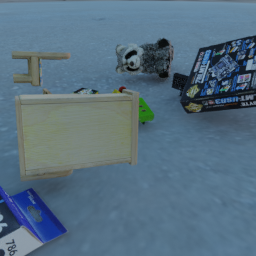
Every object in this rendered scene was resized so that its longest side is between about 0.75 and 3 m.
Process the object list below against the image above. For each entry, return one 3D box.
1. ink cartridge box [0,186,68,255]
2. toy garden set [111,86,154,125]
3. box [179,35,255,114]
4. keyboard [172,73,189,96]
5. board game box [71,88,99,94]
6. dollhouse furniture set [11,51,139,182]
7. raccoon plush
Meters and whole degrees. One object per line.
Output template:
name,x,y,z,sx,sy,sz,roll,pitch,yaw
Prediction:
ink cartridge box,-2.378,1.498,3.641,2.855,0.560,1.420,-22,31,-35
toy garden set,-0.676,-0.435,7.326,2.230,0.445,1.859,-9,33,-13
box,2.650,-1.409,7.046,2.227,0.557,2.244,-6,46,39
keyboard,1.902,-1.117,8.318,1.415,0.737,0.280,25,42,32
board game box,-1.519,-0.945,8.598,0.659,0.148,1.258,17,33,24
dollhouse furniture set,-1.016,-0.181,4.659,1.575,2.078,2.371,-4,15,-22
raccoon plush,0.657,-2.481,10.439,1.905,1.376,2.844,3,6,13
